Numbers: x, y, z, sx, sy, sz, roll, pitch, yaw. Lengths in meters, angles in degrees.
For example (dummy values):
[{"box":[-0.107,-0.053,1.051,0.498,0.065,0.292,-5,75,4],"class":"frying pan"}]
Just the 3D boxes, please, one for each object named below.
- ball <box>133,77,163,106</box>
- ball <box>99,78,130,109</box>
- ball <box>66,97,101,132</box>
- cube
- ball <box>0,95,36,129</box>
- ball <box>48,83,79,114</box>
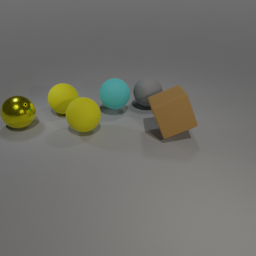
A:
[{"box":[0.958,-1.736,13.437,1.400,1.400,1.400,0,30,0],"class":"ball"},{"box":[-0.608,-1.566,12.838,1.400,1.400,1.400,0,30,0],"class":"ball"},{"box":[-1.810,-0.539,11.371,1.400,1.400,1.400,0,30,0],"class":"ball"},{"box":[1.726,-0.658,11.028,1.400,1.400,1.400,-22,22,7],"class":"cube"},{"box":[-4.617,-0.668,11.796,1.400,1.400,1.400,0,30,0],"class":"ball"},{"box":[-2.979,-1.351,12.937,1.400,1.400,1.400,0,30,0],"class":"ball"}]
